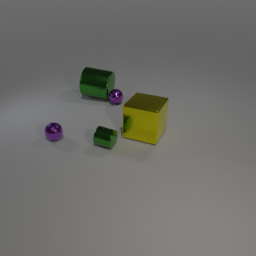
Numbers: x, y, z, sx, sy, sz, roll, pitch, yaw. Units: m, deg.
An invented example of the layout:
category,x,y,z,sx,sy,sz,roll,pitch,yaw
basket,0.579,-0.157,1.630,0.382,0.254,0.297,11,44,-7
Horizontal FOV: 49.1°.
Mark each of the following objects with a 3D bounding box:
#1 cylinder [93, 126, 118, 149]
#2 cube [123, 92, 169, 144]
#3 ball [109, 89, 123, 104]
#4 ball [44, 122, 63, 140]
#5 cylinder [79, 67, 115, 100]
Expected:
category,x,y,z,sx,sy,sz,roll,pitch,yaw
cylinder,-0.831,0.337,10.395,0.700,0.700,0.700,16,35,16
cube,0.691,-0.413,10.954,1.400,1.400,1.400,13,32,20
ball,-0.576,-1.521,13.422,0.700,0.700,0.700,0,31,0
ball,-2.859,0.128,10.779,0.700,0.700,0.700,0,31,0
cylinder,-1.487,-2.196,13.782,1.400,1.400,1.400,12,33,10
